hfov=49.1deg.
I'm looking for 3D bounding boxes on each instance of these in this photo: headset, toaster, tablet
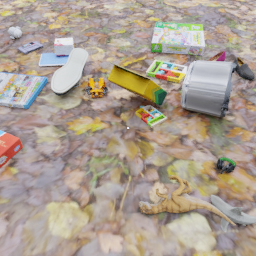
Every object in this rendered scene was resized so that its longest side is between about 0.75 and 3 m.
[{"bbox_3d":[3.173,1.199,9.090,0.573,0.436,0.927,23,36,24],"label":"headset"},{"bbox_3d":[3.215,-1.586,11.286,1.817,1.598,2.813,11,47,17],"label":"toaster"},{"bbox_3d":[-3.533,-3.540,14.416,1.941,0.133,1.263,-4,43,-4],"label":"tablet"}]

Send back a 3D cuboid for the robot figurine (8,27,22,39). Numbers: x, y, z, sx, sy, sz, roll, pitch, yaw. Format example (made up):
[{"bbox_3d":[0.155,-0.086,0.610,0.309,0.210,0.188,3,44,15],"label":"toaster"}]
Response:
[{"bbox_3d":[-6.551,-5.531,16.265,0.937,0.529,0.794,27,89,26],"label":"robot figurine"}]

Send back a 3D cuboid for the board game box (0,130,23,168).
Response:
[{"bbox_3d":[-5.009,0.947,9.337,1.761,0.464,2.302,19,46,19],"label":"board game box"}]

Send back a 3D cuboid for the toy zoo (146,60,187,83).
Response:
[{"bbox_3d":[2.004,-2.714,13.472,1.983,0.203,1.301,17,45,18],"label":"toy zoo"}]

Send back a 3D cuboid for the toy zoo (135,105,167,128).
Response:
[{"bbox_3d":[0.858,-0.530,11.179,0.804,0.125,1.226,-28,50,-26],"label":"toy zoo"}]

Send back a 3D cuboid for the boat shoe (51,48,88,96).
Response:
[{"bbox_3d":[-2.614,-2.409,12.573,1.121,0.926,2.994,16,51,-6],"label":"boat shoe"}]

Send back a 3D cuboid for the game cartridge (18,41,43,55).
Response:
[{"bbox_3d":[-5.328,-4.397,15.304,0.753,0.223,1.161,35,53,27],"label":"game cartridge"}]

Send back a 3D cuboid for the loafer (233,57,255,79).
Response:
[{"bbox_3d":[5.517,-2.854,13.378,0.543,0.539,1.492,-15,46,-17],"label":"loafer"}]

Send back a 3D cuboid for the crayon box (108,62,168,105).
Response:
[{"bbox_3d":[0.351,-1.648,10.744,1.636,0.655,2.578,27,5,25],"label":"crayon box"}]

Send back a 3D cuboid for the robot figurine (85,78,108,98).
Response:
[{"bbox_3d":[-1.365,-1.764,12.317,0.975,0.392,1.345,-3,42,-3],"label":"robot figurine"}]

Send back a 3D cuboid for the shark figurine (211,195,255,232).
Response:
[{"bbox_3d":[3.190,2.325,7.701,1.737,0.725,1.038,7,45,10],"label":"shark figurine"}]

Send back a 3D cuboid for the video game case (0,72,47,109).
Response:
[{"bbox_3d":[-5.374,-1.742,12.389,2.981,0.265,2.133,7,43,8],"label":"video game case"}]

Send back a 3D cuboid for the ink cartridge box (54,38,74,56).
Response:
[{"bbox_3d":[-3.358,-4.302,14.766,0.961,0.552,1.324,-6,33,-8],"label":"ink cartridge box"}]

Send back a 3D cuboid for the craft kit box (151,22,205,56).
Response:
[{"bbox_3d":[2.799,-5.053,15.711,2.795,0.686,2.830,7,44,4],"label":"craft kit box"}]

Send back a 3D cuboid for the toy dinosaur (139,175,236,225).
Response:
[{"bbox_3d":[1.616,2.108,8.069,2.554,0.771,1.356,-2,64,8],"label":"toy dinosaur"}]

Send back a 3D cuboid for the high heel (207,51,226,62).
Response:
[{"bbox_3d":[3.819,-3.178,13.462,1.867,0.897,0.629,-19,46,-19],"label":"high heel"}]
